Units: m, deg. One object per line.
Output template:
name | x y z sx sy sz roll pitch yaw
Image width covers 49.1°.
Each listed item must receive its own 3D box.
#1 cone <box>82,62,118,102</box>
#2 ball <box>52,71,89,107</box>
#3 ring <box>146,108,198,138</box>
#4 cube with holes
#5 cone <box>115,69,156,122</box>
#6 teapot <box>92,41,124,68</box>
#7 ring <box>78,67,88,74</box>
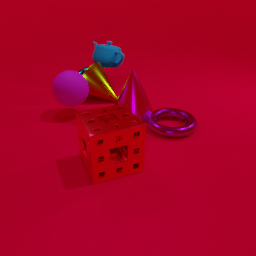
cone | -0.862 -1.344 10.158 1.498 1.492 1.492 37 38 9
ball | -1.829 -1.250 8.935 1.145 1.145 1.145 0 29 0
ring | 1.314 -0.187 8.451 1.535 0.307 1.535 0 30 0
cube with holes | -0.431 0.317 6.602 1.240 1.240 1.240 -12 31 -20
cone | 0.174 -1.182 8.995 1.483 1.489 1.483 -2 30 1
teapot | -0.833 -2.979 11.192 1.231 0.969 1.980 -13 32 -41
ring | -1.665 -2.208 11.760 1.192 0.238 1.192 -8 43 7
